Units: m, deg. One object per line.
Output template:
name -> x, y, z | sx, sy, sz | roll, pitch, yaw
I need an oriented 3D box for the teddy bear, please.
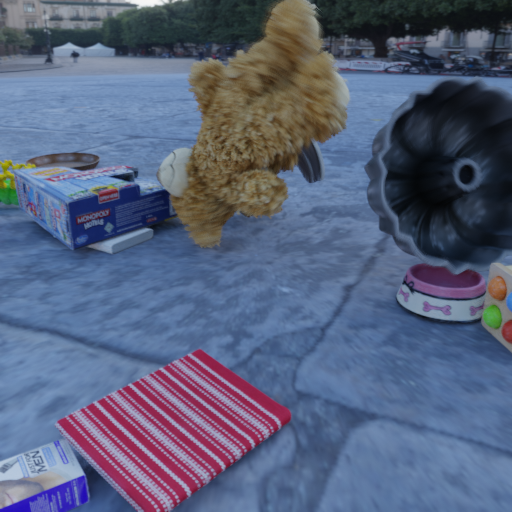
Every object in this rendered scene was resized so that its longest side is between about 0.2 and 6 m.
teddy bear -> -0.270, -1.795, 8.219 | 1.365, 2.964, 4.089 | -9, -5, -40

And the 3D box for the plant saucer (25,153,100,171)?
plant saucer -> -4.943, -2.331, 14.412 | 1.846, 0.318, 1.846 | 0, 21, 0

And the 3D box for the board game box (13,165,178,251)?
board game box -> -3.031, -1.130, 10.266 | 2.714, 0.838, 2.716 | 17, 27, 35

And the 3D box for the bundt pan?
bundt pan -> 2.546, -1.019, 7.513 | 2.527, 2.527, 0.948 | -7, 1, -16

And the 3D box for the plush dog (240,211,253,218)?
plush dog -> -0.113, -1.716, 10.620 | 1.585, 1.696, 1.975 | 19, 50, 19

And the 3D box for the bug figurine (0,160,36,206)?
bug figurine -> -6.028, -1.132, 10.556 | 3.053, 1.013, 3.937 | 5, 19, 1

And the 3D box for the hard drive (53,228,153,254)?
hard drive -> -2.676, -0.390, 9.787 | 1.470, 0.193, 0.969 | 14, 26, 31

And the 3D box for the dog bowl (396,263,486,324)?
dog bowl -> 2.463, 0.442, 7.370 | 1.175, 0.433, 1.175 | 1, 21, 0

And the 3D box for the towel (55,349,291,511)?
towel -> -0.653, 1.456, 4.902 | 1.260, 0.196, 1.743 | 28, 30, 32

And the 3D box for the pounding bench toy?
pounding bench toy -> 3.228, 0.498, 6.717 | 1.081, 0.861, 1.386 | -4, 22, -8

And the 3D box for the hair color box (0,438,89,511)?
hair color box -> -1.826, 1.801, 4.259 | 0.951, 0.308, 0.520 | -16, 27, -30

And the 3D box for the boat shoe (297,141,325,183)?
boat shoe -> 0.609, -1.994, 9.414 | 0.550, 1.849, 0.664 | -34, 28, -16
